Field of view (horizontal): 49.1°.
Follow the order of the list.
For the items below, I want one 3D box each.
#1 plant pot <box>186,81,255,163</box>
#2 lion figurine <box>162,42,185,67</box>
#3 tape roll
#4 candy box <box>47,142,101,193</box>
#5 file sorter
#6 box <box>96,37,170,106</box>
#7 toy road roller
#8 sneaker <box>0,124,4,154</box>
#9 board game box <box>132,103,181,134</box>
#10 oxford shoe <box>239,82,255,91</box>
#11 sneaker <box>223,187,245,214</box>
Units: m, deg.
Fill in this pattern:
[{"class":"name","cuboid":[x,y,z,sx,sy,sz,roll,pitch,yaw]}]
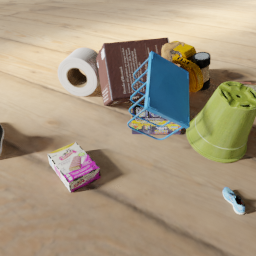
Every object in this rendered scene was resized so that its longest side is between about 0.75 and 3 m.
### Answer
[{"class":"plant pot","cuboid":[3.439,-0.358,9.698,2.295,2.179,2.295,5,46,-6]},{"class":"lion figurine","cuboid":[1.509,-2.700,10.806,1.097,0.649,1.791,12,66,6]},{"class":"tape roll","cuboid":[-2.190,-2.703,13.510,1.996,1.996,1.371,9,37,12]},{"class":"candy box","cuboid":[-1.805,1.242,9.286,1.123,0.502,1.646,-24,42,-29]},{"class":"file sorter","cuboid":[1.008,-1.039,9.694,1.666,1.473,2.400,23,55,-24]},{"class":"box","cuboid":[0.273,-2.346,12.059,2.777,2.280,2.303,-10,2,-12]},{"class":"toy road roller","cuboid":[2.576,-2.862,13.969,2.174,1.830,2.978,-30,45,-18]},{"class":"sneaker","cuboid":[-5.226,-0.025,10.416,0.892,1.252,2.524,-15,37,-17]},{"class":"board game box","cuboid":[1.119,-0.414,11.562,1.959,0.555,1.619,1,38,1]},{"class":"oxford shoe","cuboid":[6.248,-1.724,13.328,2.087,0.739,0.770,1,41,18]},{"class":"sneaker","cuboid":[3.154,2.053,8.230,0.365,0.419,0.932,-12,37,-16]}]
